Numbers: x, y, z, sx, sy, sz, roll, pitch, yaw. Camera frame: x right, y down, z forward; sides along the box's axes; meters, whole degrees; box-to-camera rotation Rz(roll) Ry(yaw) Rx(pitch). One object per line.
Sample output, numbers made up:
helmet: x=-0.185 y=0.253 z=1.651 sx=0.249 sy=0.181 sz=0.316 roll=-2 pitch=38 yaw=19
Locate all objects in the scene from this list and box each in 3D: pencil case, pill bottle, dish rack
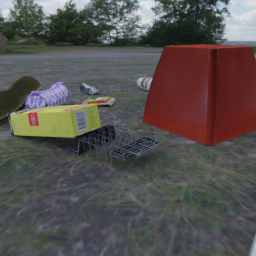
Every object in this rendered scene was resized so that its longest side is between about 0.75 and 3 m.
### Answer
pencil case: x=-3.166 y=-1.167 z=11.121 sx=0.973 sy=0.991 sz=2.318 roll=-2 pitch=17 yaw=10
pill bottle: x=1.042 y=-2.426 z=15.375 sx=0.689 sy=0.689 sz=1.206 roll=-11 pitch=21 yaw=-30
dish rack: x=-0.287 y=0.433 z=7.095 sx=1.944 sy=0.530 sz=1.491 roll=16 pitch=26 yaw=36

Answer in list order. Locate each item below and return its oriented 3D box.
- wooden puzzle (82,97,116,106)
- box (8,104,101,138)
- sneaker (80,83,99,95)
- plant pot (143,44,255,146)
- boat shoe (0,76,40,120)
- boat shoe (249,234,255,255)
wooden puzzle: x=-1.260 y=-1.199 z=12.377 sx=1.261 sy=0.235 sz=1.167 roll=2 pitch=18 yaw=8
box: x=-2.164 y=-0.212 z=7.918 sx=2.830 sy=0.709 sz=1.065 roll=2 pitch=15 yaw=39
sneaker: x=-1.942 y=-2.020 z=14.664 sx=0.726 sy=0.472 sz=1.257 roll=-9 pitch=30 yaw=-38
plant pot: x=2.491 y=-1.350 z=9.108 sx=2.951 sy=2.603 sz=2.953 roll=-14 pitch=23 yaw=-35
boat shoe: x=-4.366 y=-0.882 z=10.341 sx=1.059 sy=0.974 sz=2.963 roll=32 pitch=43 yaw=1
boat shoe: x=2.346 y=1.415 z=3.456 sx=2.559 sy=0.943 sz=0.821 roll=-5 pitch=13 yaw=-36
